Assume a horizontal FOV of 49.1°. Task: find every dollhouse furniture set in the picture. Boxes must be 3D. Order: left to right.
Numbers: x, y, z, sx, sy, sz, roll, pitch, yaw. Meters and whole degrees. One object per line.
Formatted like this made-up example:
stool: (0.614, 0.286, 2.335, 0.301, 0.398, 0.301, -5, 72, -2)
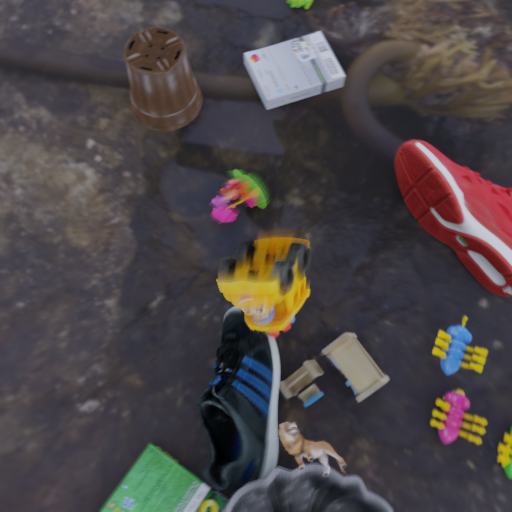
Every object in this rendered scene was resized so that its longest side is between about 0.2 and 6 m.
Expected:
dollhouse furniture set: (1.321, 2.118, 9.418, 1.431, 1.003, 1.008, -39, 72, 10)

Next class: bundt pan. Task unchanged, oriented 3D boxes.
bundt pan: (0.600, 4.484, 7.951, 3.076, 1.154, 3.076, 2, 79, -8)

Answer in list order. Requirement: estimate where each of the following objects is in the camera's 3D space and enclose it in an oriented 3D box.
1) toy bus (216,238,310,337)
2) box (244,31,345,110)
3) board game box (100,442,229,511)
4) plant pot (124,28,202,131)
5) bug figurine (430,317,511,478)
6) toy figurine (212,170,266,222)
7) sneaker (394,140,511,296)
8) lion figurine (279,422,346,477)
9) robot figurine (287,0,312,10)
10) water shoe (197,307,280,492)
toy bus: (0.202, 0.637, 8.802, 1.125, 1.591, 1.657, 2, 23, 23)
box: (0.828, -4.074, 12.260, 1.817, 0.374, 1.417, -19, 68, -9)
board game box: (-1.940, 4.669, 8.534, 1.642, 0.368, 3.133, 32, 71, 15)
plant pot: (-1.965, -3.645, 11.439, 1.570, 1.554, 1.570, 0, 68, 1)
bug figurine: (4.018, 2.389, 9.318, 2.736, 0.704, 2.121, 26, 75, 6)
toy figurine: (-0.476, -1.076, 10.766, 0.922, 0.752, 1.001, -36, 66, -15)
sneaker: (4.273, -1.044, 10.654, 1.960, 1.330, 3.394, -31, 82, -21)
lion figurine: (0.702, 2.434, 7.039, 0.931, 0.570, 0.337, 31, 104, -28)
robot figurine: (1.066, -6.081, 13.114, 0.672, 0.388, 0.589, -32, 70, -13)
water shoe: (-0.305, 2.160, 8.976, 1.071, 1.182, 2.996, -24, 62, 35)
